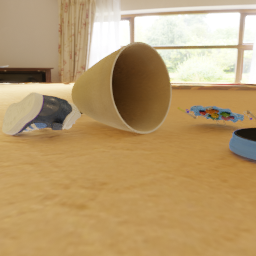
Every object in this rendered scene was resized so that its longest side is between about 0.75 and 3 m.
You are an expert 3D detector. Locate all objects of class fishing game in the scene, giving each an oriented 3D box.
[{"bbox_3d":[2.638,-0.346,8.372,2.249,0.350,1.610,8,-9,39],"label":"fishing game"}]

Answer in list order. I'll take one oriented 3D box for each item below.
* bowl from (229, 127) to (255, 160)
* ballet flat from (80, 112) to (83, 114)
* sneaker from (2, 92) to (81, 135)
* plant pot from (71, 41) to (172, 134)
[{"bbox_3d":[2.971,0.297,5.673,1.741,0.342,1.741,-1,11,0],"label":"bowl"},{"bbox_3d":[-2.020,-0.615,10.617,1.073,0.356,0.305,-12,20,-13],"label":"ballet flat"},{"bbox_3d":[-2.259,-0.201,7.562,1.584,0.872,2.164,18,-28,-41],"label":"sneaker"},{"bbox_3d":[-0.466,-1.098,8.469,2.464,2.464,2.630,-11,9,-44],"label":"plant pot"}]
